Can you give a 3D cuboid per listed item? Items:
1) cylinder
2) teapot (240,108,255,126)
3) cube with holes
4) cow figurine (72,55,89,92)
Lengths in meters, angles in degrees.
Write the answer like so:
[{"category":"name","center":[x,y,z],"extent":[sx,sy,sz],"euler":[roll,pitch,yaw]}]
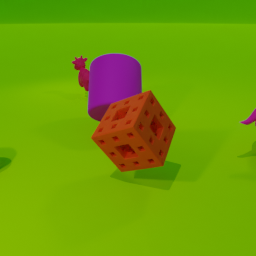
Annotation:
[{"category":"cylinder","center":[-0.322,-0.963,7.183],"extent":[1.365,1.365,1.365],"euler":[0,-20,0]},{"category":"teapot","center":[3.130,-0.104,5.747],"extent":[1.956,0.958,1.216],"euler":[16,20,-24]},{"category":"cube with holes","center":[0.128,0.080,4.868],"extent":[0.913,0.913,0.913],"euler":[-15,35,38]},{"category":"cow figurine","center":[-1.569,-1.980,10.039],"extent":[0.614,1.101,1.119],"euler":[-20,34,-19]}]
